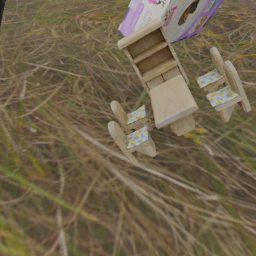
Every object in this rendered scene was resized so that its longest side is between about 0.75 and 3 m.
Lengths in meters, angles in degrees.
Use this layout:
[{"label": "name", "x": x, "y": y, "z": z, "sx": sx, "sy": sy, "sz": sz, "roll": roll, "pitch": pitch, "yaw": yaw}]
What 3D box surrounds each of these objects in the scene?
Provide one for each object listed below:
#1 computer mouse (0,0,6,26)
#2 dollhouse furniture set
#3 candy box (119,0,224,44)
[{"label": "computer mouse", "x": -3.861, "y": -3.211, "z": 7.887, "sx": 0.607, "sy": 2.303, "sz": 1.595, "roll": 12, "pitch": 52, "yaw": -27}, {"label": "dollhouse furniture set", "x": 0.695, "y": -1.029, "z": 5.834, "sx": 2.398, "sy": 1.699, "sz": 2.611, "roll": -27, "pitch": 28, "yaw": 15}, {"label": "candy box", "x": 1.478, "y": -3.521, "z": 7.543, "sx": 2.953, "sy": 2.477, "sz": 1.056, "roll": -29, "pitch": 75, "yaw": -38}]
